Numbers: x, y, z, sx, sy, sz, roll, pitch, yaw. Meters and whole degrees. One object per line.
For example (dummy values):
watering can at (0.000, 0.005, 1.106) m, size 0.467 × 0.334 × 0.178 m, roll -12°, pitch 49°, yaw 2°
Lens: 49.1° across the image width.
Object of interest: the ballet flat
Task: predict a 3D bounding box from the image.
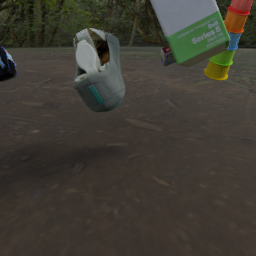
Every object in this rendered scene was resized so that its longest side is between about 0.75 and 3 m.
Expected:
ballet flat at (-0.582, -1.309, 4.925) m, size 0.873 × 0.825 × 2.590 m, roll -28°, pitch 41°, yaw 12°

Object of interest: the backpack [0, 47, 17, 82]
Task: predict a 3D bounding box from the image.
backpack at (-3.776, -1.905, 8.337) m, size 0.800 × 0.876 × 0.589 m, roll -19°, pitch -10°, yaw 15°

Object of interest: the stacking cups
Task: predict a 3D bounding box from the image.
stacking cups at (2.638, -2.346, 7.289) m, size 0.690 × 2.281 × 0.690 m, roll 4°, pitch 44°, yaw -4°

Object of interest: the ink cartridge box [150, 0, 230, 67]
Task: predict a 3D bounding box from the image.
ink cartridge box at (1.059, -2.460, 5.390) m, size 0.987 × 2.350 × 1.710 m, roll -22°, pitch 3°, yaw 21°

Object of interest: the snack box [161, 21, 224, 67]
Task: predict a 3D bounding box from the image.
snack box at (1.937, -2.427, 8.093) m, size 2.040 × 0.248 × 0.733 m, roll -24°, pitch -17°, yaw 1°
